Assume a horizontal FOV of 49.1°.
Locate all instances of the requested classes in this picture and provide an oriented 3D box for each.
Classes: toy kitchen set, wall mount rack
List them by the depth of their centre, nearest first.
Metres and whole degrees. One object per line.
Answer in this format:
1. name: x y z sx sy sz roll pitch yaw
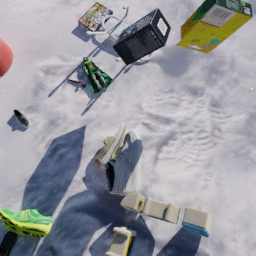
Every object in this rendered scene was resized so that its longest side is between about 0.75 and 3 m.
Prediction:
1. toy kitchen set: 1.091 3.706 9.389 2.882 1.698 2.309 10 69 25
2. wall mount rack: -0.267 -3.949 12.131 2.954 1.101 2.566 42 72 9

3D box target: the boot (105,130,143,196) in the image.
1. boot: -0.179 1.199 10.206 1.187 0.913 2.483 12 67 -32

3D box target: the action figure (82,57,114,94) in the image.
1. action figure: -1.490 -2.413 12.034 1.035 0.479 1.753 -32 69 -8

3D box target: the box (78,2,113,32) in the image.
1. box: -1.519 -5.166 13.136 0.986 0.272 1.444 34 73 12

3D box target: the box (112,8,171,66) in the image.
1. box: 0.494 -3.164 9.800 1.695 0.907 1.258 -21 34 36

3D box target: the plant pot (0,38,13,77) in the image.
1. plant pot: -6.145 -3.307 11.599 2.118 1.874 2.118 0 69 0

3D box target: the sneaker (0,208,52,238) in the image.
1. sneaker: -3.577 3.235 9.844 1.997 0.740 0.834 13 32 11

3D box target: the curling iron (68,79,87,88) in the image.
1. curling iron: -2.189 -1.943 12.017 0.906 0.116 0.225 23 72 8

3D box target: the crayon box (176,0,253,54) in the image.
1. crayon box: 2.610 -3.230 8.863 1.358 2.139 0.543 8 70 -21

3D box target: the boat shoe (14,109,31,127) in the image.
1. boat shoe: -4.316 -0.416 11.342 0.326 0.309 0.932 -38 74 -13

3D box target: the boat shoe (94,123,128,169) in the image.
1. boat shoe: -0.627 0.599 10.737 0.672 0.735 1.966 24 72 3

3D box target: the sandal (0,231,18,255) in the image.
1. sandal: -4.305 4.304 9.540 0.586 0.373 1.558 14 69 5
